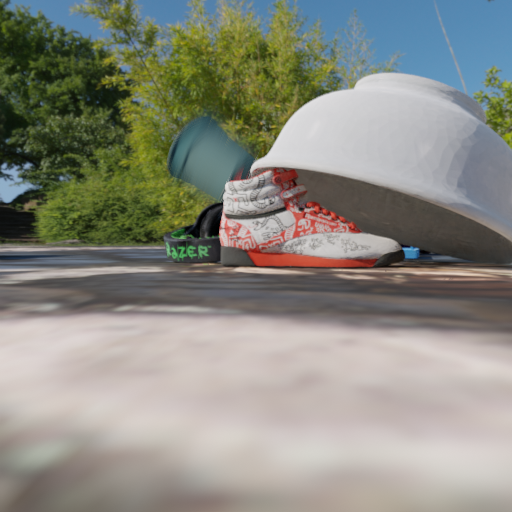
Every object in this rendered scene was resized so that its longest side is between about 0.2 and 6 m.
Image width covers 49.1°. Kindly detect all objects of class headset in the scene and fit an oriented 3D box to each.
[{"bbox_3d":[-0.141,-0.512,7.727,1.558,1.186,2.523,2,14,39],"label":"headset"}]

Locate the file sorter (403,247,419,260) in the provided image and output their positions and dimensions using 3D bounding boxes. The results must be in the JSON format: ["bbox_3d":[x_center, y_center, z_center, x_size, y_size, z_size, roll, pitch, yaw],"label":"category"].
[{"bbox_3d":[1.991,-0.614,9.493,1.488,1.316,2.145,1,1,17],"label":"file sorter"}]

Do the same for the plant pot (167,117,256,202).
[{"bbox_3d":[-0.804,-1.838,11.394,1.416,1.446,1.446,39,17,21],"label":"plant pot"}]

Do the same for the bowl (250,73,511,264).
[{"bbox_3d":[1.626,-1.060,6.326,3.155,1.418,3.155,20,-2,1],"label":"bowl"}]

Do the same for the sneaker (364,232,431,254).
[{"bbox_3d":[3.741,-0.504,12.205,3.482,1.296,1.524,-11,14,-14],"label":"sneaker"}]

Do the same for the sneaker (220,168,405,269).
[{"bbox_3d":[0.562,-0.394,5.796,1.920,1.029,0.641,0,1,9],"label":"sneaker"}]
